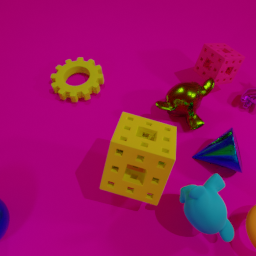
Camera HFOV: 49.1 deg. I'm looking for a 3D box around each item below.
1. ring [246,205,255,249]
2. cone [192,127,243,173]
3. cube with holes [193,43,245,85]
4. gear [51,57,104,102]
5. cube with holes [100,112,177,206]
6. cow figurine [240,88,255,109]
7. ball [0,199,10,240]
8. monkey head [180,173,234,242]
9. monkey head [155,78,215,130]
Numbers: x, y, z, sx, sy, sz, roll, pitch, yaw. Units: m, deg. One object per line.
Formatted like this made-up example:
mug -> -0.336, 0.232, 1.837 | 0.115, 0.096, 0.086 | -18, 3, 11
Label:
ring -> 3.165, 2.182, 5.915 | 1.322, 0.264, 1.322 | 2, 53, -2
cone -> 2.191, 0.653, 7.135 | 1.153, 1.149, 1.149 | -13, 54, 24
cube with holes -> 2.597, -1.848, 8.062 | 0.855, 0.855, 0.855 | -12, 47, -31
gear -> -1.543, -1.499, 8.565 | 1.561, 0.289, 1.561 | -2, 57, 3
cube with holes -> 0.249, 0.639, 6.185 | 1.281, 1.281, 1.281 | 16, 31, 2
cow figurine -> 3.870, -1.031, 8.027 | 1.078, 0.592, 1.061 | 6, 51, 46
ball -> -3.099, 1.954, 5.841 | 1.172, 1.172, 1.172 | 0, 58, 0
monkey head -> 1.741, 1.582, 5.925 | 1.197, 1.663, 1.002 | -40, 22, -5
monkey head -> 1.632, -0.635, 7.618 | 1.715, 1.033, 1.233 | -24, 59, -4
